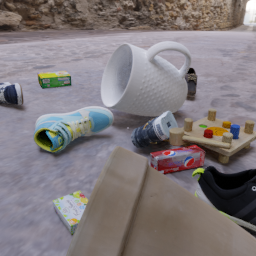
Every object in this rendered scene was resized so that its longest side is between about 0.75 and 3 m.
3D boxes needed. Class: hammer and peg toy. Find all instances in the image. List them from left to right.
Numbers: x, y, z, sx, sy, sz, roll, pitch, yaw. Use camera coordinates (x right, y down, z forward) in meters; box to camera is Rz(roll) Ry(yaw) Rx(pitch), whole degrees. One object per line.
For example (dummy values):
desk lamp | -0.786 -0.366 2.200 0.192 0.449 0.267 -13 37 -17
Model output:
hammer and peg toy | 2.188 0.272 7.301 2.286 0.806 1.681 -21 33 -39

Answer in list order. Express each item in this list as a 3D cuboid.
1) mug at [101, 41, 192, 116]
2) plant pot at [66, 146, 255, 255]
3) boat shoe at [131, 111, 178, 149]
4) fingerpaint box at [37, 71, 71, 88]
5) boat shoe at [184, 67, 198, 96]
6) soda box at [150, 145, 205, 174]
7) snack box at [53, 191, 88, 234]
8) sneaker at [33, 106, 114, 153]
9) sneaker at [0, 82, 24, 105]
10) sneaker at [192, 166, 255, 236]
mug | 0.840 -1.616 9.132 2.479 2.827 2.087 13 48 -30
plant pot | 0.372 1.515 3.211 1.881 2.167 2.167 19 25 3
boat shoe | 0.791 0.036 7.929 0.951 0.741 2.094 -22 -3 22
fingerpaint box | -3.619 -2.395 13.744 1.429 0.524 1.192 -10 26 -23
boat shoe | 2.608 -2.014 11.888 0.657 0.647 1.764 9 40 -3
soda box | 1.176 0.746 6.666 1.256 0.398 0.440 -7 19 -17
snack box | -0.957 1.520 5.140 0.581 0.216 0.817 -16 28 -32
sneaker | -1.472 0.088 7.642 2.267 0.902 1.480 -11 22 -2
sneaker | -4.961 -1.306 10.794 1.317 0.851 2.428 -11 19 -35
sneaker | 2.302 1.243 4.756 2.473 1.024 0.887 9 25 20
